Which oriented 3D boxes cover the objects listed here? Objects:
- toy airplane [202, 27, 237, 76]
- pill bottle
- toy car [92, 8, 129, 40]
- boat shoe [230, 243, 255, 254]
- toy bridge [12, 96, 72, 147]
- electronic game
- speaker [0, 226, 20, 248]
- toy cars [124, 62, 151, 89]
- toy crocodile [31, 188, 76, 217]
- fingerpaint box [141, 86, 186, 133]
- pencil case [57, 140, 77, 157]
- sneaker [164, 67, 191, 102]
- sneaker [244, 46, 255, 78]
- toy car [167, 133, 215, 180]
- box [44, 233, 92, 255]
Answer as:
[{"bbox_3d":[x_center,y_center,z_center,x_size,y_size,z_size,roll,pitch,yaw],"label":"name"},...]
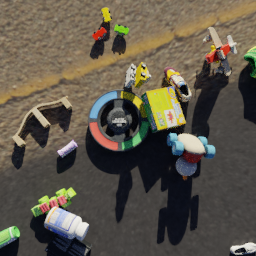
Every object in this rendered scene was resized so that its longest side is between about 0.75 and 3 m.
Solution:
[{"bbox_3d":[3.765,-3.158,11.685,1.641,1.163,1.648,18,71,-36],"label":"toy airplane"},{"bbox_3d":[-2.224,3.556,10.307,1.475,0.826,0.826,21,83,8],"label":"pill bottle"},{"bbox_3d":[-0.667,-4.302,12.116,1.436,0.340,1.526,18,84,2],"label":"toy car"},{"bbox_3d":[4.578,4.748,10.951,1.068,0.366,0.385,-1,83,0],"label":"boat shoe"},{"bbox_3d":[-3.607,-0.436,11.602,2.786,0.379,0.937,-40,84,-5],"label":"toy bridge"},{"bbox_3d":[-0.351,-0.317,11.504,2.598,0.541,2.598,0,83,-1],"label":"electronic game"},{"bbox_3d":[-4.895,4.336,10.929,1.216,0.538,0.538,-28,84,-4],"label":"speaker"},{"bbox_3d":[0.387,-1.986,10.967,0.514,2.324,1.042,24,92,-19],"label":"toy cars"},{"bbox_3d":[-2.907,2.929,10.963,1.982,0.612,0.669,-25,93,7],"label":"toy crocodile"},{"bbox_3d":[1.420,-0.750,11.343,1.344,0.591,1.611,-15,83,-23],"label":"fingerpaint box"},{"bbox_3d":[-2.470,0.845,11.459,0.819,0.344,0.350,-37,85,-4],"label":"pencil case"},{"bbox_3d":[2.094,-1.895,11.589,0.637,0.765,1.699,-34,84,-4],"label":"sneaker"},{"bbox_3d":[5.672,-2.234,11.652,1.005,0.890,2.404,-29,76,2],"label":"sneaker"},{"bbox_3d":[2.307,1.226,11.110,1.564,1.500,1.696,7,111,-11],"label":"toy car"},{"bbox_3d":[-2.299,4.636,10.860,1.460,0.576,1.031,33,82,3],"label":"box"}]
